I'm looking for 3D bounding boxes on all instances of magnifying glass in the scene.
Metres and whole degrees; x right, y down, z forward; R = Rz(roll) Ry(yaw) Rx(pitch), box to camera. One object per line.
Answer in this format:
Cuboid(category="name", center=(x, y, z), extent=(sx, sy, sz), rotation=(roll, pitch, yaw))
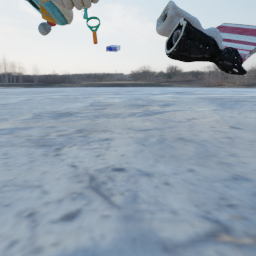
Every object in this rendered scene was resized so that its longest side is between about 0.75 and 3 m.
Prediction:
Cuboid(category="magnifying glass", center=(-1.286, -3.733, 10.655), extent=(0.560, 1.408, 0.158), rotation=(-7, -30, -4))

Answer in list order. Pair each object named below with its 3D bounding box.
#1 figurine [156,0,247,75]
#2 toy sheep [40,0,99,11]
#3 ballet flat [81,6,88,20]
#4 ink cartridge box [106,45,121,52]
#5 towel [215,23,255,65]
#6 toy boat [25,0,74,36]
Cuboid(category="figurine", center=(1.636, -1.936, 6.270), extent=(1.798, 0.793, 1.842), rotation=(17, 37, -21))
Cuboid(category="toy sheep", center=(-1.108, -3.125, 6.011), extent=(1.759, 1.213, 1.213), rotation=(-19, 11, -1))
Cuboid(category="ballet flat", center=(-1.742, -4.747, 11.264), extent=(0.278, 0.791, 0.266), rotation=(-2, -5, 0))
Cuboid(category="ink cartridge box", center=(-0.547, -3.000, 10.554), extent=(0.415, 0.195, 0.882), rotation=(4, 20, 7))
Cuboid(category="towel", center=(2.992, -2.525, 8.295), extent=(1.843, 0.291, 2.559), rotation=(25, 49, 37))
Cuboid(category="toy boat", center=(-2.718, -3.896, 9.370), extent=(1.965, 1.086, 2.338), rotation=(40, -7, -4))
